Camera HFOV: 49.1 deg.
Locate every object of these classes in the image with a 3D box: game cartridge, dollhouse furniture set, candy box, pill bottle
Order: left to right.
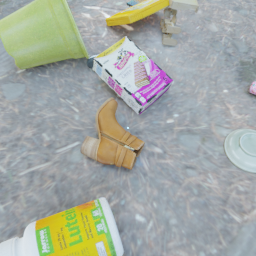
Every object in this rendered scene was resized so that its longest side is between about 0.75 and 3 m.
[{"bbox_3d":[-1.568,2.799,6.712,2.654,1.474,1.474,-17,55,-12],"label":"pill bottle"},{"bbox_3d":[0.157,-1.956,10.258,2.503,0.764,1.707,44,66,9],"label":"candy box"},{"bbox_3d":[0.571,-5.371,12.735,2.801,0.454,2.469,-31,28,-20],"label":"game cartridge"},{"bbox_3d":[2.198,-4.740,12.202,1.147,1.763,1.620,7,50,-7],"label":"dollhouse furniture set"}]

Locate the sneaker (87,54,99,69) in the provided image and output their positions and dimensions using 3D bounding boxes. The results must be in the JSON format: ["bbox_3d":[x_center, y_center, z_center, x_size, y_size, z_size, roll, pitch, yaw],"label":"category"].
[{"bbox_3d":[-0.798,-2.285,10.997,1.937,0.721,0.819,17,55,12],"label":"sneaker"}]

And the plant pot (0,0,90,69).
[{"bbox_3d":[-3.337,-3.683,10.963,2.745,2.986,2.986,-22,55,-2],"label":"plant pot"}]

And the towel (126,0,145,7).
[{"bbox_3d":[0.659,-6.539,14.548,0.933,0.138,1.272,36,61,23],"label":"towel"}]

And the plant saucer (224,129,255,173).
[{"bbox_3d":[3.993,0.618,9.017,1.680,0.422,1.680,0,53,0],"label":"plant saucer"}]

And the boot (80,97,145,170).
[{"bbox_3d":[-0.277,0.178,9.093,1.787,0.851,2.310,16,68,15],"label":"boot"}]

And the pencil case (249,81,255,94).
[{"bbox_3d":[5.147,-1.347,10.446,1.152,0.504,0.504,28,58,21],"label":"pencil case"}]
